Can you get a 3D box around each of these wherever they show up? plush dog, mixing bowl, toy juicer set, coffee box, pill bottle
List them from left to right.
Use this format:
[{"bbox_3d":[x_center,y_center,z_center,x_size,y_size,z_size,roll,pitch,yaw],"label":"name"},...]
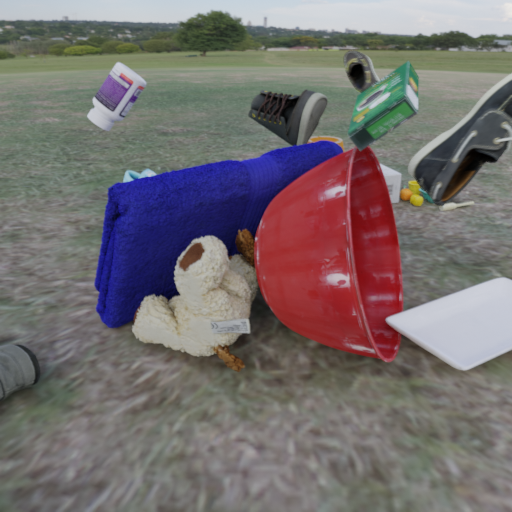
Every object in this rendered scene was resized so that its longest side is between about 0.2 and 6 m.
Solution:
[{"bbox_3d":[-2.220,-2.483,8.828,0.545,0.979,0.545,37,12,-9],"label":"pill bottle"},{"bbox_3d":[-0.528,0.621,8.266,1.687,2.102,1.806,41,35,-3],"label":"plush dog"},{"bbox_3d":[1.017,0.038,8.206,1.668,3.080,3.080,-8,20,23],"label":"mixing bowl"},{"bbox_3d":[1.641,-1.930,7.119,0.854,0.305,1.389,-32,21,31],"label":"coffee box"},{"bbox_3d":[4.525,-1.576,14.393,1.786,0.486,1.136,22,32,40],"label":"toy juicer set"}]

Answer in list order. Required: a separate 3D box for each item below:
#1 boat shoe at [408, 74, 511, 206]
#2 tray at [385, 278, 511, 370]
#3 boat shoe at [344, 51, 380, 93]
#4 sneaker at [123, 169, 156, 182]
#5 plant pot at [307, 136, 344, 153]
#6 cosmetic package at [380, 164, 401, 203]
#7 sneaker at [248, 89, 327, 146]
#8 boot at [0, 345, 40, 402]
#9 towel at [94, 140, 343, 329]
[{"bbox_3d":[3.799,-1.935,9.036,0.991,2.759,0.933,20,37,-42],"label":"boat shoe"},{"bbox_3d":[3.540,1.051,8.676,2.853,0.316,1.532,-14,27,-28],"label":"tray"},{"bbox_3d":[2.200,-3.958,11.972,0.458,0.543,1.523,16,41,-38],"label":"boat shoe"},{"bbox_3d":[-2.686,-1.776,14.419,2.016,0.826,0.745,13,28,27],"label":"sneaker"},{"bbox_3d":[1.807,-2.437,15.156,1.561,1.430,1.561,0,24,0],"label":"plant pot"},{"bbox_3d":[3.165,-1.975,14.898,0.641,0.813,1.511,-7,26,-15],"label":"cosmetic package"},{"bbox_3d":[0.558,-3.061,12.061,1.544,1.087,2.906,29,0,0],"label":"sneaker"},{"bbox_3d":[-4.520,1.547,6.984,3.138,1.063,2.050,13,20,11],"label":"boot"},{"bbox_3d":[-0.654,-0.477,9.019,3.987,2.944,0.988,-19,57,-34],"label":"towel"}]
